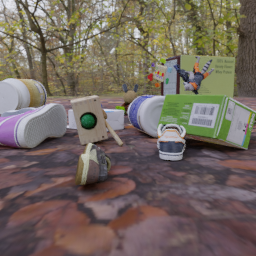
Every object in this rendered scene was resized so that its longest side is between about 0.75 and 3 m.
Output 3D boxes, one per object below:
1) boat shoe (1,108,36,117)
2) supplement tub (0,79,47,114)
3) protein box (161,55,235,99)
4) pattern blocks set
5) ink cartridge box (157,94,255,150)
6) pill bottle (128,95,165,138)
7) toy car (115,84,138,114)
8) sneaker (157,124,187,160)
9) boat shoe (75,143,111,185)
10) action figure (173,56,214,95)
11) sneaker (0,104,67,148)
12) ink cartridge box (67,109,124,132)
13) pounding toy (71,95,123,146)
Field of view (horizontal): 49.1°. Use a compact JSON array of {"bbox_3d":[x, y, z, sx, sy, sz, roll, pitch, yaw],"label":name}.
[{"bbox_3d":[-3.371,-0.271,9.628,2.390,0.836,0.792,-2,6,35],"label":"boat shoe"},{"bbox_3d":[-5.723,-1.621,14.771,1.926,1.926,2.668,2,8,12],"label":"supplement tub"},{"bbox_3d":[3.151,-1.809,12.962,2.790,2.811,1.896,-3,9,-19],"label":"protein box"},{"bbox_3d":[0.920,-1.577,8.019,0.076,0.827,0.941,0,32,-31],"label":"pattern blocks set"},{"bbox_3d":[2.419,-0.040,7.374,2.620,0.992,1.936,18,-4,-35],"label":"ink cartridge box"},{"bbox_3d":[0.699,-0.438,8.988,1.239,1.239,2.069,-2,8,-16],"label":"pill bottle"},{"bbox_3d":[0.093,-1.597,15.522,1.385,1.686,1.330,-3,9,-18],"label":"toy car"},{"bbox_3d":[1.000,0.223,6.383,0.679,0.688,1.732,1,6,5],"label":"sneaker"},{"bbox_3d":[-0.523,0.602,4.472,0.491,0.554,1.514,13,8,-4],"label":"boat shoe"},{"bbox_3d":[2.227,-1.832,9.426,1.365,1.321,0.714,38,-17,-23],"label":"action figure"},{"bbox_3d":[-2.847,-0.138,7.879,1.590,1.011,2.789,-1,8,13],"label":"sneaker"},{"bbox_3d":[-1.306,-0.326,10.119,2.082,0.694,1.206,6,10,38],"label":"ink cartridge box"},{"bbox_3d":[-0.875,-0.167,7.485,1.025,1.327,1.442,-14,11,-10],"label":"pounding toy"}]
